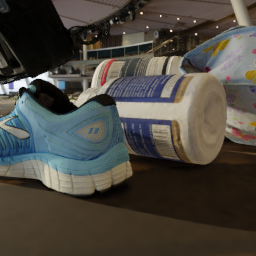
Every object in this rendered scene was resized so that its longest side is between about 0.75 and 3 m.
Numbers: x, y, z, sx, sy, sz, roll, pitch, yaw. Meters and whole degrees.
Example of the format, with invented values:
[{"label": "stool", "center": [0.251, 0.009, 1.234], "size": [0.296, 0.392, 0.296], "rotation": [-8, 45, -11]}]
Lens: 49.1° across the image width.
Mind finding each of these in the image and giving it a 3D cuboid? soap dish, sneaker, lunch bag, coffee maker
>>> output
[{"label": "soap dish", "center": [-2.126, -0.104, 5.637], "size": [2.287, 0.929, 1.799], "rotation": [-6, 9, -39]}, {"label": "sneaker", "center": [-1.151, -0.014, 3.622], "size": [2.713, 1.220, 1.063], "rotation": [4, 8, 27]}, {"label": "lunch bag", "center": [2.366, -0.723, 5.097], "size": [2.461, 1.564, 2.087], "rotation": [3, -31, 41]}, {"label": "coffee maker", "center": [-2.216, -2.734, 5.644], "size": [2.768, 2.882, 1.941], "rotation": [-36, 50, -16]}]

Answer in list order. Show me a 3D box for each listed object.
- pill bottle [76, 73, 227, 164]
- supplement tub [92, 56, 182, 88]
[{"label": "pill bottle", "center": [0.277, -0.207, 4.756], "size": [2.429, 1.348, 1.348], "rotation": [5, 9, 38]}, {"label": "supplement tub", "center": [0.651, -0.952, 7.953], "size": [2.947, 2.068, 2.068], "rotation": [3, 7, 20]}]
